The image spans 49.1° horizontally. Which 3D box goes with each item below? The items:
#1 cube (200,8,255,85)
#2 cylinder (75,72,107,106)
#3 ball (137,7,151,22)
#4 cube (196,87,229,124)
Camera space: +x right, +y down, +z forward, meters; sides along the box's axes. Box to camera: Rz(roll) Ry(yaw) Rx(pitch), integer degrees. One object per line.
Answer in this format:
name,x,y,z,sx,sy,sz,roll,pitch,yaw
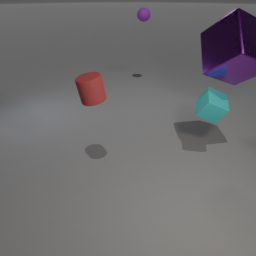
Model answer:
cube,3.089,-2.234,8.003,1.400,1.400,1.400,10,-18,-30
cylinder,-0.979,-1.041,7.431,0.700,0.700,0.700,-9,31,6
ball,0.826,-5.918,14.624,0.700,0.700,0.700,0,28,0
cube,2.564,-0.686,8.556,0.700,0.700,0.700,21,49,-12
